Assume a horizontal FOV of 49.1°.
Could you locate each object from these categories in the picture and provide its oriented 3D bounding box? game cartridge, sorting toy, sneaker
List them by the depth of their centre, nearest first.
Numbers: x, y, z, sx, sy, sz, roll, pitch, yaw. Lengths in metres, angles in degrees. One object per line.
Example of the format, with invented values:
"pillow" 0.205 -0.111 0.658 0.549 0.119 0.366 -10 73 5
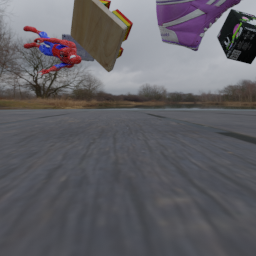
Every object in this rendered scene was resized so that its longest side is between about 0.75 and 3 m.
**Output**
"sorting toy" -0.587 -2.197 6.181 0.480 1.372 1.381 -40 -10 -29
"sneaker" 2.081 -3.014 7.605 2.857 1.629 1.035 -17 27 -13
"game cartridge" -1.886 -3.040 10.638 1.342 0.870 0.258 14 30 14

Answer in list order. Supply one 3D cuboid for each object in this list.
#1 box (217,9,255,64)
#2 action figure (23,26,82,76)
"box" 3.603 -2.920 8.925 0.887 1.060 1.427 11 45 -11
"action figure" -2.267 -2.081 7.432 2.399 0.783 1.187 28 35 31
